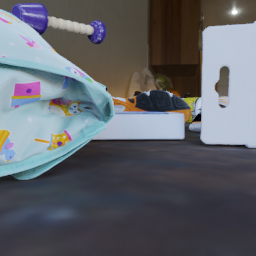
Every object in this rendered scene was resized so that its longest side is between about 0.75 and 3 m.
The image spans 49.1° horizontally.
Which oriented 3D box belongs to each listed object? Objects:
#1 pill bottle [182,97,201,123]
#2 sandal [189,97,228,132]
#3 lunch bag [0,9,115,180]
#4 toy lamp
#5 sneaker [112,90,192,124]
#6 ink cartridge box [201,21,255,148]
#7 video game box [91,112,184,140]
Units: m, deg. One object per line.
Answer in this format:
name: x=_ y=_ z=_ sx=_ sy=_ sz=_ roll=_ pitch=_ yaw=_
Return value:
pill bottle: x=2.389 y=-0.745 z=11.999 sx=1.919 sy=1.068 sz=1.068 roll=1 pitch=4 yaw=41
sandal: x=2.457 y=-0.376 z=7.437 sx=1.180 sy=0.882 sz=3.079 roll=2 pitch=4 yaw=29
lunch bag: x=-1.216 y=-0.362 z=2.198 sx=1.844 sy=1.124 sz=1.571 roll=-8 pitch=33 yaw=-38
toy lamp: x=-1.634 y=-2.553 z=6.964 sx=0.728 sy=0.728 sz=2.502 roll=3 pitch=6 yaw=38
sneaker: x=0.520 y=-0.521 z=8.593 sx=2.997 sy=1.135 sz=1.379 roll=3 pitch=1 yaw=27
ink cartridge box: x=2.583 y=-0.634 z=3.999 sx=2.986 sy=1.719 sz=1.013 roll=1 pitch=12 yaw=14
video game box: x=-0.202 y=-0.084 z=5.801 sx=2.297 sy=0.538 sz=2.093 roll=0 pitch=1 yaw=-4
